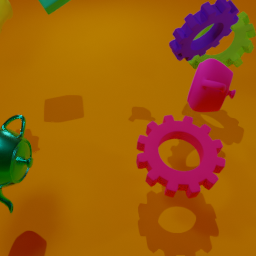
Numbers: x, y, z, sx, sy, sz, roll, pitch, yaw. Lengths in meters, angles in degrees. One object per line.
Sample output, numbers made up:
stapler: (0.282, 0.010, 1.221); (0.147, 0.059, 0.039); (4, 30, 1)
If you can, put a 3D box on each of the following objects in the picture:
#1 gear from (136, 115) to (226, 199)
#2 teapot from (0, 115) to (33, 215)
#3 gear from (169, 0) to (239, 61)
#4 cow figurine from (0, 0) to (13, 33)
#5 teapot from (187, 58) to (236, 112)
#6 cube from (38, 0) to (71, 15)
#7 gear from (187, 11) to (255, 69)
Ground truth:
gear: (1.143, 0.580, 6.220); (1.902, 0.352, 1.902); (2, 56, -2)
teapot: (-2.279, 0.656, 5.319); (0.920, 1.169, 1.880); (8, 83, 5)
gear: (1.864, -2.360, 6.907); (1.739, 1.739, 0.322); (-22, 72, -19)
cow figurine: (-3.260, -3.146, 7.030); (0.700, 1.254, 1.275); (24, 69, -12)
teapot: (1.203, -0.559, 3.962); (0.602, 0.764, 1.229); (19, 8, 11)
cube: (-2.268, -4.093, 8.187); (0.977, 0.977, 0.977); (-35, 14, -2)
gear: (2.626, -2.520, 8.188); (1.971, 0.365, 1.971); (-13, 67, 32)
